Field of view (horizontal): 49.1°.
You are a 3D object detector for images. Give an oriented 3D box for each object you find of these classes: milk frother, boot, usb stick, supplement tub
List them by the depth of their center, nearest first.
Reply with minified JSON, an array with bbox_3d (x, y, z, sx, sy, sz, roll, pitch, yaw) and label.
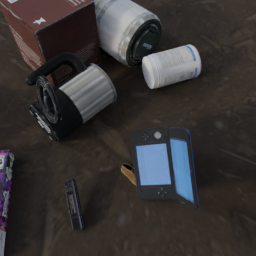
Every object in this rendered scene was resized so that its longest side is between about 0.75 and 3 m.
[{"bbox_3d":[-1.254,1.805,6.549,0.332,0.195,1.197,-21,76,27],"label":"usb stick"},{"bbox_3d":[0.169,1.198,7.091,0.841,0.317,0.310,33,62,17],"label":"boot"},{"bbox_3d":[-1.341,-0.829,7.122,2.086,2.001,2.217,-40,34,-21],"label":"milk frother"},{"bbox_3d":[1.326,-1.876,8.579,1.564,1.032,1.032,-16,60,-10],"label":"supplement tub"}]

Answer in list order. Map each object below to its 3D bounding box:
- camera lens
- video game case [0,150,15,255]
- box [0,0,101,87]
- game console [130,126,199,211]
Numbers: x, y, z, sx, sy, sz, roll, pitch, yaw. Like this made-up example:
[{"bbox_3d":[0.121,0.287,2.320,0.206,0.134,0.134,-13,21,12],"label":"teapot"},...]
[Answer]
[{"bbox_3d":[-0.166,-3.130,8.929,1.743,1.743,2.179,-40,65,-22],"label":"camera lens"},{"bbox_3d":[-4.284,1.867,6.555,2.875,0.515,2.606,-5,58,-3],"label":"video game case"},{"bbox_3d":[-2.182,-2.805,8.378,1.922,2.341,1.942,-37,66,-21],"label":"box"},{"bbox_3d":[0.741,0.881,6.218,1.484,1.028,1.738,-6,94,16],"label":"game console"}]
